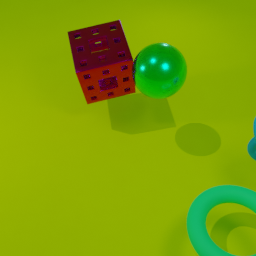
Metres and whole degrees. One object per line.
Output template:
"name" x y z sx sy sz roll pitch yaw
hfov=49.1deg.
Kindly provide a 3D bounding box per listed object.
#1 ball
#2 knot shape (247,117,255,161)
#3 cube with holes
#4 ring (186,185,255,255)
"ball" 0.606 -1.099 5.436 1.069 1.069 1.069 0 52 0
"knot shape" 2.470 0.132 4.823 1.013 1.082 0.500 21 21 -34
"cube with holes" -0.578 -1.493 6.483 1.206 1.206 1.206 -14 62 -3
"ring" 1.726 1.590 4.485 1.548 0.310 1.548 -4 44 4
